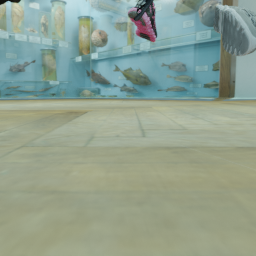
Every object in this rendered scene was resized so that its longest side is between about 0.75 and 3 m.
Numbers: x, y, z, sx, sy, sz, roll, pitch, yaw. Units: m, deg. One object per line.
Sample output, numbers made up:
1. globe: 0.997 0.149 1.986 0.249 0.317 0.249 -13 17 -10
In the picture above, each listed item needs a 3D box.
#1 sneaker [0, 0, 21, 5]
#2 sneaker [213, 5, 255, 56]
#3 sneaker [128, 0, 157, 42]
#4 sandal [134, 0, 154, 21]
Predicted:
1. sneaker: -3.412 -4.069 7.794 1.071 0.616 2.053 -9 -14 -42
2. sneaker: 3.372 -3.050 8.176 1.228 1.119 2.995 -2 38 6
3. sneaker: 0.735 -3.971 10.180 0.910 1.099 2.303 24 -3 14
4. sandal: 0.422 -3.079 7.007 0.210 0.980 0.373 36 -4 -5
